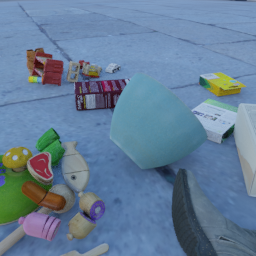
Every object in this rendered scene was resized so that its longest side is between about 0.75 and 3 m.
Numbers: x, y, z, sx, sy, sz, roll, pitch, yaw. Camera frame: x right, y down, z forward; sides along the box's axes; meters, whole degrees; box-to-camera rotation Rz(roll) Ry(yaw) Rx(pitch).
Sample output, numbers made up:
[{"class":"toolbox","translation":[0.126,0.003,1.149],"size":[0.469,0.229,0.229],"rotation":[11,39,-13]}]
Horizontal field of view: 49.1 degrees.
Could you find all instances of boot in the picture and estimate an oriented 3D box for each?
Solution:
[{"class":"boot","translation":[-4.008,-3.217,13.519],"size":[1.747,1.356,0.670],"rotation":[-12,33,-19]},{"class":"boot","translation":[1.960,2.001,5.288],"size":[1.905,0.988,2.917],"rotation":[2,37,-8]}]

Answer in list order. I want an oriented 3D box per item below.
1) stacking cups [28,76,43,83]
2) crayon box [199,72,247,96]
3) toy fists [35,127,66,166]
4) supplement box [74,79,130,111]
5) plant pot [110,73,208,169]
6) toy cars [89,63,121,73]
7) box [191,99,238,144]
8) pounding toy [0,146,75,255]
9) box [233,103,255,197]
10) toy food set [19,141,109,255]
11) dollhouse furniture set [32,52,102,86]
[{"class":"stacking cups","translation":[-4.040,-2.202,12.870],"size":[1.018,0.308,0.308],"rotation":[5,31,4]},{"class":"crayon box","translation":[4.040,-1.863,12.104],"size":[1.151,0.460,1.813],"rotation":[-10,31,-16]},{"class":"toy fists","translation":[-2.163,0.561,7.823],"size":[0.703,0.474,1.379],"rotation":[-38,40,-5]},{"class":"supplement box","translation":[-0.879,-1.332,10.945],"size":[2.361,0.719,1.285],"rotation":[-4,31,-9]},{"class":"plant pot","translation":[0.529,0.070,7.348],"size":[1.706,2.533,2.533],"rotation":[-47,43,-4]},{"class":"toy cars","translation":[-1.227,-3.059,14.174],"size":[1.915,0.424,0.858],"rotation":[-9,32,-16]},{"class":"box","translation":[2.940,-0.305,9.562],"size":[1.567,0.395,2.171],"rotation":[24,39,35]},{"class":"pounding toy","translation":[-2.709,1.100,6.252],"size":[2.160,1.298,2.798],"rotation":[-26,39,-37]},{"class":"box","translation":[3.743,0.486,7.455],"size":[1.379,1.129,2.904],"rotation":[6,31,11]},{"class":"toy food set","translation":[-1.397,1.384,5.679],"size":[1.675,0.415,2.635],"rotation":[-14,56,-24]},{"class":"dollhouse furniture set","translation":[-2.862,-2.665,13.153],"size":[2.778,1.130,1.495],"rotation":[0,24,-36]}]
